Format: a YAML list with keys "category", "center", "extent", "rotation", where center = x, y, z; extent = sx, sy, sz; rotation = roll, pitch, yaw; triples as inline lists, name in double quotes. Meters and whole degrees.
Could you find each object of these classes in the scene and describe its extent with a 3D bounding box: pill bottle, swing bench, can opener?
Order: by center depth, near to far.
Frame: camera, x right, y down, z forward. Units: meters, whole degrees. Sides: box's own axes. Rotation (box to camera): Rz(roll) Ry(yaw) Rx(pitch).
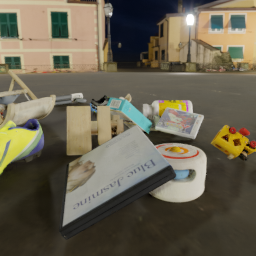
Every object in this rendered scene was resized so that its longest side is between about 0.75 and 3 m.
- category: "swing bench"
  center: [-4.571, -0.899, 10.592]
  extent: [2.498, 1.621, 2.485]
  rotation: [30, 21, 12]
- category: "pill bottle"
  center: [1.513, -0.594, 10.924]
  extent: [1.859, 0.969, 0.969]
  rotation: [0, 14, 2]
- category: "can opener"
  center: [-3.338, -1.654, 16.004]
  extent: [1.994, 0.525, 0.663]
  rotation: [-12, 19, -38]

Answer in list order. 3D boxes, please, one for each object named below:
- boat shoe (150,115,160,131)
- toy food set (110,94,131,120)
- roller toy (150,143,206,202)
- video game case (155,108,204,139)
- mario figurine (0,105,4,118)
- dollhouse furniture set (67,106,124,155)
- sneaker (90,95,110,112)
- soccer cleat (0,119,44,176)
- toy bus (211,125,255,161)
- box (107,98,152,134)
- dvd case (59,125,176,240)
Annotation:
- category: "boat shoe"
  center: [1.120, -0.219, 10.280]
  extent: [1.562, 0.556, 0.545]
  rotation: [1, 14, 5]
- category: "toy food set"
  center: [-0.502, -0.725, 10.468]
  extent: [1.298, 0.392, 0.931]
  rotation: [-41, 1, -36]
- category: "roller toy"
  center: [0.936, 0.800, 5.551]
  extent: [1.194, 0.915, 1.309]
  rotation: [13, 19, 41]
- category: "video game case"
  center: [1.801, -0.201, 9.724]
  extent: [1.378, 0.158, 1.256]
  rotation: [14, 42, 21]
- category: "mario figurine"
  center: [-5.210, -0.476, 10.748]
  extent: [0.774, 0.901, 1.460]
  rotation: [6, 5, -30]
- category: "dollhouse furniture set"
  center: [-0.965, 0.325, 8.658]
  extent: [1.660, 1.422, 1.745]
  rotation: [-2, -20, -7]
- category: "sneaker"
  center: [-0.921, -1.215, 13.725]
  extent: [1.910, 0.791, 0.677]
  rotation: [-7, 17, -24]
- category: "soccer cleat"
  center: [-2.970, 0.442, 6.489]
  extent: [0.880, 1.139, 2.723]
  rotation: [5, 15, 19]
- category: "toy bus"
  center: [2.782, 0.503, 7.267]
  extent: [0.635, 1.159, 1.228]
  rotation: [-52, 33, -12]
- category: "box"
  center: [0.070, -0.389, 9.366]
  extent: [0.716, 0.428, 1.741]
  rotation: [12, -17, 38]
- category: "dvd case"
  center: [-0.358, 0.781, 5.305]
  extent: [1.905, 0.234, 2.670]
  rotation: [-29, 17, -2]
